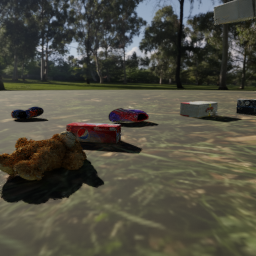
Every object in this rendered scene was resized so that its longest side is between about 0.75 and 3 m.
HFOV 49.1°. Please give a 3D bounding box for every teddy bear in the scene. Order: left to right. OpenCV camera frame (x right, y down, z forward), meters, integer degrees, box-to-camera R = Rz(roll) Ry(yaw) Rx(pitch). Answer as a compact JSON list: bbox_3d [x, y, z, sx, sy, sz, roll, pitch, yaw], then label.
[{"bbox_3d":[-1.478,0.447,5.110,1.326,0.611,1.829,12,15,42],"label":"teddy bear"}]

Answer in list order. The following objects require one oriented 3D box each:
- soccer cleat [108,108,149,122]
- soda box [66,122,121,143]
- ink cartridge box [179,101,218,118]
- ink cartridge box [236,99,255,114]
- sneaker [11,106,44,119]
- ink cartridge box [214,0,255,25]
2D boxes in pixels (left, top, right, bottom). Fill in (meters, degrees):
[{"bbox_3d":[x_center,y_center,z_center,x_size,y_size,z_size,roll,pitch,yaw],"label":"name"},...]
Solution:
[{"bbox_3d":[0.040,-0.461,10.759,1.599,0.546,0.585,-3,14,-28],"label":"soccer cleat"},{"bbox_3d":[-0.911,0.117,7.488,1.415,0.449,0.495,3,10,13],"label":"soda box"},{"bbox_3d":[3.250,-0.881,12.863,1.467,0.612,1.064,-8,12,-39],"label":"ink cartridge box"},{"bbox_3d":[5.953,-1.014,13.376,1.436,0.714,0.282,5,11,33],"label":"ink cartridge box"},{"bbox_3d":[-4.185,-0.579,11.803,1.314,0.495,0.516,-16,24,-30],"label":"sneaker"},{"bbox_3d":[4.151,-4.297,10.307,1.597,0.686,1.170,-15,15,-27],"label":"ink cartridge box"}]
